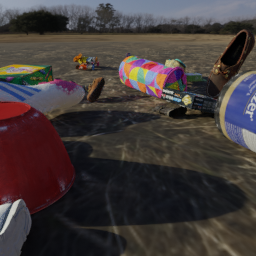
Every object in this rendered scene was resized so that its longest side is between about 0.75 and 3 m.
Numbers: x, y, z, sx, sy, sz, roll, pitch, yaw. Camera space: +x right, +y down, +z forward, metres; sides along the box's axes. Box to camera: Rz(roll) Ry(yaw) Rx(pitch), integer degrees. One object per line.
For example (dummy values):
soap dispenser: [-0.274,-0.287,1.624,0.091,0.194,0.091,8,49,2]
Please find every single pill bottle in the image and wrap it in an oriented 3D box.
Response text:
pill bottle: [3.042,-0.059,4.931,1.576,1.576,2.818,-9,22,-24]

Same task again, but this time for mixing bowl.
mixing bowl: [-2.051,0.307,4.465,2.308,1.250,2.308,0,19,0]

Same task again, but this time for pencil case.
pencil case: [0.842,-1.881,10.167,1.299,1.299,2.939,-13,29,-31]

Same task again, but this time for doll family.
doll family: [-2.539,-4.050,16.709,1.299,0.943,2.092,2,20,5]

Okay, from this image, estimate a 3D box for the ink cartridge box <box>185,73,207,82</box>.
ink cartridge box: [3.123,-2.377,13.078,1.062,0.315,0.551,-4,21,-11]

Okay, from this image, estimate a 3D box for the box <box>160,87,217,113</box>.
box: [1.956,-0.762,8.012,1.643,0.378,1.306,6,14,-33]

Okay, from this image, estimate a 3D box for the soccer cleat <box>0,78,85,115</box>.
soccer cleat: [-2.499,-0.595,7.450,2.984,1.042,1.288,-4,59,-32]

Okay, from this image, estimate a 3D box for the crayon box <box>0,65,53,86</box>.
crayon box: [-4.199,-1.809,10.714,1.748,0.857,2.943,2,20,4]

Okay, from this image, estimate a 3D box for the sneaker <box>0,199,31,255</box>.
sneaker: [-1.504,1.305,2.931,0.571,0.542,1.419,-10,15,3]

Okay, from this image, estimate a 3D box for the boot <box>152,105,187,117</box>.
boot: [1.218,-0.548,8.160,0.834,0.289,0.726,-12,21,-31]

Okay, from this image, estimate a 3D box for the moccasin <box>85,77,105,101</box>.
moccasin: [-1.199,-1.370,9.827,0.482,0.456,1.248,0,47,16]

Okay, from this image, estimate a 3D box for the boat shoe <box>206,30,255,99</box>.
boat shoe: [3.077,-1.934,8.698,0.805,2.287,0.804,33,20,24]

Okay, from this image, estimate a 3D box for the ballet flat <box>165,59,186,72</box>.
ballet flat: [2.015,-2.622,12.839,1.013,1.013,2.866,1,12,4]
